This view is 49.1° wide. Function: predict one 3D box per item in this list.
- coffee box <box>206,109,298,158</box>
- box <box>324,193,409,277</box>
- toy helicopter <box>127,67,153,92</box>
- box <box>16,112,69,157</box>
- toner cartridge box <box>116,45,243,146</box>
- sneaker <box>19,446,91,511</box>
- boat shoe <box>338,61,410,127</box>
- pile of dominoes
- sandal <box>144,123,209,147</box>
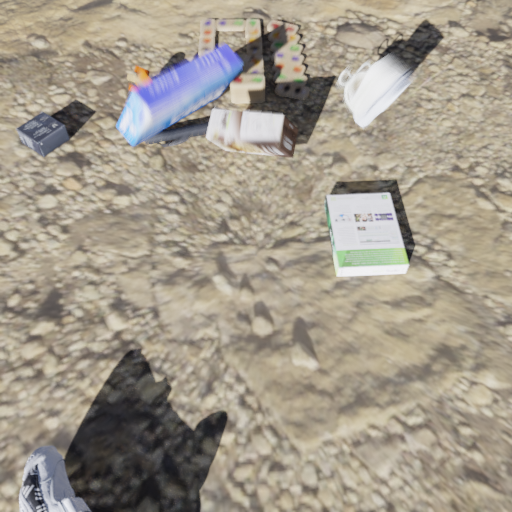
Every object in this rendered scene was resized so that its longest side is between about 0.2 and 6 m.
[{"bbox_3d":[-0.073,-2.753,12.649,1.788,1.010,0.713,11,88,24],"label":"coffee box"},{"bbox_3d":[2.261,-0.474,11.718,1.432,0.361,1.984,-2,52,-2],"label":"box"},{"bbox_3d":[-2.446,-4.211,14.023,1.597,0.630,1.056,19,9,-10],"label":"toy helicopter"},{"bbox_3d":[-5.106,-2.915,13.428,0.830,0.487,0.816,32,60,22],"label":"box"},{"bbox_3d":[-1.745,-3.754,13.020,0.654,1.438,3.028,50,56,-2],"label":"toner cartridge box"},{"bbox_3d":[-2.360,4.007,7.983,1.628,1.065,2.833,-12,60,-10],"label":"sneaker"},{"bbox_3d":[2.445,-3.751,12.585,1.234,2.894,1.069,43,95,-3],"label":"boat shoe"},{"bbox_3d":[-0.126,-5.633,15.377,2.958,0.604,3.795,-2,54,-1],"label":"pile of dominoes"},{"bbox_3d":[-1.827,-2.819,13.340,1.692,0.362,0.643,-10,26,-2],"label":"sandal"}]
